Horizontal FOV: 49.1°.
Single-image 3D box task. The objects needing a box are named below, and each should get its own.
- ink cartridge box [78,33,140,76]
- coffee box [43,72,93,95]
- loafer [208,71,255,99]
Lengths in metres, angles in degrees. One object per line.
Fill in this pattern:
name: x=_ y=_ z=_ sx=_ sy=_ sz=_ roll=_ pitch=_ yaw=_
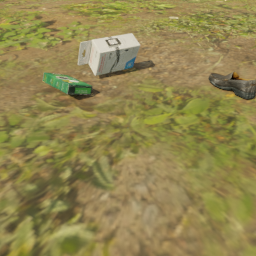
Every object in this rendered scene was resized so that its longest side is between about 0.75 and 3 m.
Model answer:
ink cartridge box: x=-0.672 y=-2.499 z=9.679 sx=1.955 sy=1.132 sz=0.652 roll=-19 pitch=65 yaw=-25
coffee box: x=-1.935 y=-1.405 z=8.892 sx=1.504 sy=0.331 sz=0.925 roll=27 pitch=21 yaw=38
loafer: x=3.398 y=-1.550 z=9.102 sx=0.629 sy=0.625 sz=1.729 roll=-24 pitch=40 yaw=-33
